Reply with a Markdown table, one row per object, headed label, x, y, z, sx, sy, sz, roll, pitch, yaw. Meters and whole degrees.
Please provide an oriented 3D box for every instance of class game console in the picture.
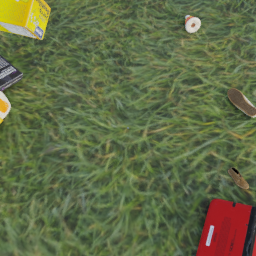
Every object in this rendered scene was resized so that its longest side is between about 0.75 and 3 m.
| label | x | y | z | sx | sy | sz | roll | pitch | yaw |
| --- | --- | --- | --- | --- | --- | --- | --- | --- | --- |
| game console | 3.518 | 3.804 | 8.740 | 2.172 | 1.496 | 2.520 | 4 | 58 | 37 |

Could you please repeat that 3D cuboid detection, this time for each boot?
| label | x | y | z | sx | sy | sz | roll | pitch | yaw |
| --- | --- | --- | --- | --- | --- | --- | --- | --- | --- |
| boot | 3.851 | 1.740 | 9.717 | 0.325 | 0.333 | 0.882 | -34 | 70 | -18 |

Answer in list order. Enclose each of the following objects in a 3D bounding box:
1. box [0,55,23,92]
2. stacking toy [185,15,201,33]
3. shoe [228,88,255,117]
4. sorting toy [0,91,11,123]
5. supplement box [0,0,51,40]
| label | x | y | z | sx | sy | sz | roll | pitch | yaw |
| --- | --- | --- | --- | --- | --- | --- | --- | --- | --- |
| box | -5.747 | -2.406 | 11.116 | 2.468 | 0.446 | 1.765 | 39 | 50 | 3 |
| stacking toy | 2.865 | -4.935 | 12.964 | 0.707 | 0.707 | 0.968 | -11 | 47 | -5 |
| shoe | 4.509 | -0.974 | 11.074 | 0.522 | 0.399 | 1.494 | -42 | 62 | 16 |
| sorting toy | -5.727 | -0.947 | 9.941 | 2.327 | 2.095 | 1.243 | -23 | 40 | -11 |
| supplement box | -3.891 | -3.868 | 9.223 | 2.160 | 1.176 | 1.183 | 15 | 90 | 8 |
